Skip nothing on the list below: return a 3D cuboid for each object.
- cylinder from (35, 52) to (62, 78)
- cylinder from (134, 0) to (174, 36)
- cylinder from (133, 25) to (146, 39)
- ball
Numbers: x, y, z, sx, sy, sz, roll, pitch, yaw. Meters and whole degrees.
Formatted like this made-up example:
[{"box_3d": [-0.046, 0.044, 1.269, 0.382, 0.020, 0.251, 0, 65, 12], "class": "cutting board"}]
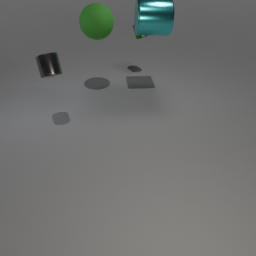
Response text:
[{"box_3d": [-2.539, -2.012, 9.015, 0.700, 0.700, 0.700, -12, 11, 2], "class": "cylinder"}, {"box_3d": [1.022, -4.463, 11.298, 1.400, 1.400, 1.400, -1, 34, -6], "class": "cylinder"}, {"box_3d": [0.655, -4.874, 13.961, 0.700, 0.700, 0.700, -17, 19, 6], "class": "cylinder"}, {"box_3d": [-1.269, -4.299, 11.340, 1.400, 1.400, 1.400, 0, 34, 0], "class": "ball"}]
